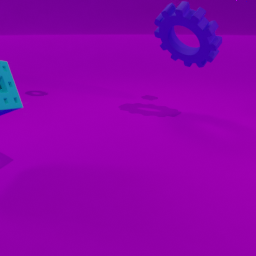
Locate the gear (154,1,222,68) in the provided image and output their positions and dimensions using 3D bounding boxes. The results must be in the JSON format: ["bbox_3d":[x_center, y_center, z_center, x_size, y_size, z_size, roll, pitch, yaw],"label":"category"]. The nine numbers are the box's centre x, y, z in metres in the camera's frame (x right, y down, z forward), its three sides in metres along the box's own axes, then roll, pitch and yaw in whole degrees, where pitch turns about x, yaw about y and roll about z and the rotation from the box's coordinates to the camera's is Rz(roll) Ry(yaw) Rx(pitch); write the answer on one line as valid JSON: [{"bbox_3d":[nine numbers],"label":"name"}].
[{"bbox_3d":[1.640,-2.553,7.857,1.940,1.940,0.359,20,64,42],"label":"gear"}]

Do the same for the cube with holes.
[{"bbox_3d":[-2.505,-0.596,4.705,0.864,0.864,0.864,-17,4,13],"label":"cube with holes"}]
